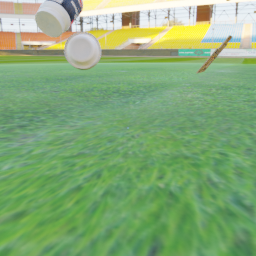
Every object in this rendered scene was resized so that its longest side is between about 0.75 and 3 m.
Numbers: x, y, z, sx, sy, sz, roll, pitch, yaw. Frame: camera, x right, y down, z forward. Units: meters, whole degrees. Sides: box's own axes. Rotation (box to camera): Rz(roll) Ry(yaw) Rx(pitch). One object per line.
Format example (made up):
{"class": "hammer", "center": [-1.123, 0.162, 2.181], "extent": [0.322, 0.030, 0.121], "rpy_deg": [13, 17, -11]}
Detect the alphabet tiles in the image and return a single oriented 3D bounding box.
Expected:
{"class": "alphabet tiles", "center": [2.067, -1.740, 6.643], "extent": [0.040, 1.066, 0.891], "rpy_deg": [43, 27, 10]}

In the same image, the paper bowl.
{"class": "paper bowl", "center": [-1.519, -2.592, 9.373], "extent": [1.226, 1.226, 0.638], "rpy_deg": [0, 5, -2]}

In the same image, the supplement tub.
{"class": "supplement tub", "center": [-2.176, -3.731, 8.964], "extent": [1.055, 1.055, 1.504], "rpy_deg": [7, 54, 24]}
